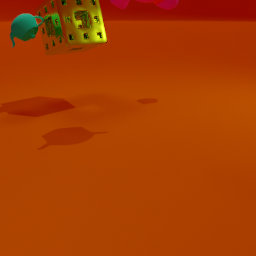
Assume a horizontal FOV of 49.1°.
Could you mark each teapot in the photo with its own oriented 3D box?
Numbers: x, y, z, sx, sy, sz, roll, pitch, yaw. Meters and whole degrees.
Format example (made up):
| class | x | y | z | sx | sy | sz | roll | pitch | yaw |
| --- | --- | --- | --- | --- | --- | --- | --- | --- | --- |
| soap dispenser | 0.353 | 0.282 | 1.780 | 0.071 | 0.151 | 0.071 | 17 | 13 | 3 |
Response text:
| class | x | y | z | sx | sy | sz | roll | pitch | yaw |
| --- | --- | --- | --- | --- | --- | --- | --- | --- | --- |
| teapot | -2.898 | -2.757 | 7.894 | 1.263 | 0.619 | 0.786 | -44 | 4 | -16 |

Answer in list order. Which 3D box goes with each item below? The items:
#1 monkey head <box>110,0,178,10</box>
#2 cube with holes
| class | x | y | z | sx | sy | sz | roll | pitch | yaw |
| --- | --- | --- | --- | --- | --- | --- | --- | --- | --- |
| monkey head | 0.225 | -2.924 | 5.824 | 1.709 | 1.230 | 1.030 | 12 | 37 | -45 |
| cube with holes | -1.703 | -3.050 | 8.364 | 1.385 | 1.385 | 1.385 | -18 | 12 | -37 |
